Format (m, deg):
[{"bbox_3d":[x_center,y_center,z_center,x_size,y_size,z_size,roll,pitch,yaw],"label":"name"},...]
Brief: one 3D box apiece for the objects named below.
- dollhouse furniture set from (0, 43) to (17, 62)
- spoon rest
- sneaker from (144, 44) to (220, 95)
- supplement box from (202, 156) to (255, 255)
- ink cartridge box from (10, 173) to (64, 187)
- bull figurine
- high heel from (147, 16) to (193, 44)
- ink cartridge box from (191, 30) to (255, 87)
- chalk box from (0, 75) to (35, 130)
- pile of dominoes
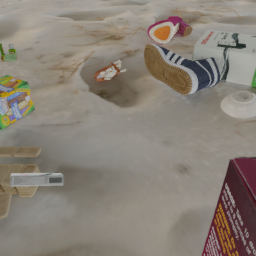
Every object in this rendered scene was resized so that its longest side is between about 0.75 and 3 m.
[{"bbox_3d":[-4.607,-2.914,10.742,0.574,0.440,0.877,-12,39,-15],"label":"dollhouse furniture set"},{"bbox_3d":[3.673,-0.857,7.998,2.171,0.658,1.079,-26,41,-11],"label":"spoon rest"},{"bbox_3d":[1.712,-1.999,9.001,1.501,0.970,2.768,-16,42,-23],"label":"sneaker"},{"bbox_3d":[1.589,1.681,2.553,1.608,2.914,1.248,-2,37,-2],"label":"supplement box"},{"bbox_3d":[-1.614,0.882,4.941,0.856,0.186,0.743,3,-2,-22],"label":"ink cartridge box"},{"bbox_3d":[-0.540,-1.912,9.346,0.796,0.427,1.311,1,33,49],"label":"bull figurine"},{"bbox_3d":[1.543,-4.486,12.276,2.887,0.972,1.385,-25,53,-37],"label":"high heel"},{"bbox_3d":[3.659,-2.412,9.506,2.644,1.098,1.938,15,39,21],"label":"ink cartridge box"},{"bbox_3d":[-3.368,-0.635,7.317,0.912,0.908,1.466,21,41,26],"label":"chalk box"},{"bbox_3d":[-3.010,1.099,5.636,2.422,0.386,1.888,-1,35,11],"label":"pile of dominoes"}]
